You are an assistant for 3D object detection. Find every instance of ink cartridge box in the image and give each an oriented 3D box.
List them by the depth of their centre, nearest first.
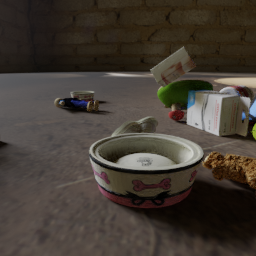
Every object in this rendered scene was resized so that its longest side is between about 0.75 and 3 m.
[{"bbox_3d":[3.089,-0.558,9.883,0.777,1.350,2.331,-6,16,-23],"label":"ink cartridge box"}]

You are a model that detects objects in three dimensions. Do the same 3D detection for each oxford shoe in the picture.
[{"bbox_3d":[0.375,0.212,8.259,0.759,0.989,2.630,47,20,11],"label":"oxford shoe"}]

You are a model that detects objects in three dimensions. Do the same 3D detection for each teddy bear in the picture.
[{"bbox_3d":[2.408,0.896,5.847,1.392,0.641,1.919,6,1,-38],"label":"teddy bear"}]

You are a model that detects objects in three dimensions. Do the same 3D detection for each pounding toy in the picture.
[{"bbox_3d":[2.495,-0.888,12.025,2.307,1.387,2.989,-4,-14,13],"label":"pounding toy"}]

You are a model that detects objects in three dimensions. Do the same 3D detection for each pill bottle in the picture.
[{"bbox_3d":[5.399,-1.494,13.880,1.202,1.202,2.127,13,18,41],"label":"pill bottle"}]

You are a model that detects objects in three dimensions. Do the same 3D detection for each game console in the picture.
[{"bbox_3d":[4.852,-0.865,11.614,1.180,1.713,1.988,28,17,1],"label":"game console"}]

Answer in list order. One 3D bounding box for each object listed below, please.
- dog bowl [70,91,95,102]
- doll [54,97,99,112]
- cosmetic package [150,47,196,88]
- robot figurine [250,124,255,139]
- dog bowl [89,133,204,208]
[{"bbox_3d":[-2.710,-1.893,16.793,1.445,0.533,1.445,0,14,0],"label":"dog bowl"},{"bbox_3d":[-2.737,-1.238,14.063,2.451,0.594,1.672,8,13,30],"label":"doll"},{"bbox_3d":[1.711,-2.262,10.580,1.498,0.653,0.774,-32,-19,21],"label":"cosmetic package"},{"bbox_3d":[4.395,0.128,8.522,1.203,0.696,1.056,3,-8,15],"label":"robot figurine"},{"bbox_3d":[0.345,0.788,5.670,2.264,0.835,2.264,1,14,0],"label":"dog bowl"}]
